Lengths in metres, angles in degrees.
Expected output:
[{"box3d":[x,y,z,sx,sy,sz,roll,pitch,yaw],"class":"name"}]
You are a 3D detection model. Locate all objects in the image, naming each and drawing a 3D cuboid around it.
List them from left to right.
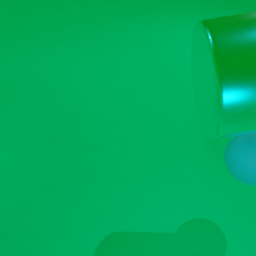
[{"box3d":[1.914,0.443,4.263,0.858,0.858,0.858,0,42,0],"class":"ball"},{"box3d":[1.545,-0.637,3.251,1.367,1.367,1.367,-8,41,5],"class":"cylinder"}]
